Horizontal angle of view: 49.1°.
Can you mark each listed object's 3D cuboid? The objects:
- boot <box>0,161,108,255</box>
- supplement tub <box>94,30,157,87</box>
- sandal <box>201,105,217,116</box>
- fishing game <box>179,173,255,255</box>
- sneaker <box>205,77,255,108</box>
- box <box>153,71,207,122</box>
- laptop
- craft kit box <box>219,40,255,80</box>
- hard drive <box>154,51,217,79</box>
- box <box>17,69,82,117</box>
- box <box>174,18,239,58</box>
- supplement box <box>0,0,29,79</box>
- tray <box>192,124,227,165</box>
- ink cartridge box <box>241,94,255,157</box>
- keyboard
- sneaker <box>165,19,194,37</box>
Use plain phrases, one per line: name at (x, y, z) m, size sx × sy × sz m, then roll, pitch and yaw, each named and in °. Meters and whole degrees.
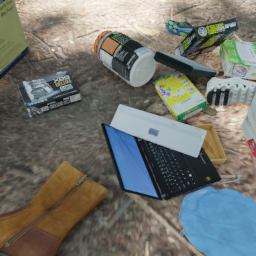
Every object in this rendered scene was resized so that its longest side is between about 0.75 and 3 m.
boot at (-2.305, 1.710, 6.373) m, size 2.683 × 0.976 × 2.849 m, roll 24°, pitch 51°, yaw 21°
supplement tub at (-0.151, -2.569, 10.055) m, size 1.381 × 1.381 × 2.254 m, roll -31°, pitch 55°, yaw -26°
sandal at (2.378, -0.720, 9.083) m, size 1.076 × 0.291 × 0.432 m, roll 21°, pitch 51°, yaw 19°
fishing game at (2.156, 2.164, 6.302) m, size 2.060 × 0.447 × 2.876 m, roll -4°, pitch 37°, yaw -3°
sneaker at (3.885, -1.217, 9.163) m, size 2.652 × 0.996 × 1.075 m, roll 7°, pitch 39°, yaw 6°
box at (1.645, -1.118, 9.176) m, size 1.077 × 0.444 × 1.836 m, roll -27°, pitch 52°, yaw 1°
laptop at (0.811, 0.586, 7.178) m, size 2.426 × 1.253 × 2.150 m, roll -19°, pitch 50°, yaw -3°
craft kit box at (4.734, -2.478, 10.213) m, size 2.509 × 0.616 × 2.541 m, roll 11°, pitch 36°, yaw 6°
hard drive at (2.016, -2.151, 9.663) m, size 1.472 × 0.347 × 2.110 m, roll 33°, pitch 25°, yaw 28°
box at (-2.638, -1.213, 9.425) m, size 1.804 × 0.449 × 1.423 m, roll -20°, pitch 50°, yaw -17°
box at (2.799, -3.214, 10.302) m, size 1.619 × 2.020 × 0.447 m, roll -16°, pitch 87°, yaw -12°
supplement box at (-5.223, -3.349, 9.977) m, size 1.711 × 2.545 × 2.548 m, roll 13°, pitch 48°, yaw 12°
tray at (2.285, 0.455, 8.030) m, size 0.660 × 0.248 × 1.337 m, roll -3°, pitch 48°, yaw -3°
ink cartridge box at (4.071, -0.191, 7.650) m, size 1.201 × 1.660 × 1.206 m, roll -2°, pitch 47°, yaw -2°
keyboard at (0.781, 0.024, 8.069) m, size 2.804 × 0.149 × 0.789 m, roll 19°, pitch 86°, yaw 26°
sneaker at (2.342, -4.434, 12.391) m, size 1.494 × 0.530 × 0.619 m, roll 20°, pitch 52°, yaw 8°
